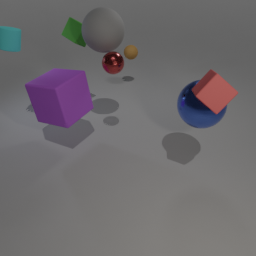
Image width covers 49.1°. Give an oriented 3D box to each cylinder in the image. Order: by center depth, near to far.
[{"bbox_3d":[-3.926,-2.954,9.296,0.700,0.700,0.700,9,22,-4],"label":"cylinder"}]

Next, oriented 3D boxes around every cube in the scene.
[{"bbox_3d":[2.069,-0.887,6.758,0.700,0.700,0.700,38,19,-10],"label":"cube"},{"bbox_3d":[-2.205,-1.022,9.202,1.400,1.400,1.400,11,37,30],"label":"cube"},{"bbox_3d":[-1.836,-3.471,10.178,0.700,0.700,0.700,35,15,15],"label":"cube"}]

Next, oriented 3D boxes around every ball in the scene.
[{"bbox_3d":[2.119,-0.683,8.062,1.400,1.400,1.400,0,32,0],"label":"ball"},{"bbox_3d":[-0.463,-2.022,8.710,0.700,0.700,0.700,0,32,0],"label":"ball"},{"bbox_3d":[-0.802,-3.167,9.098,1.400,1.400,1.400,0,32,0],"label":"ball"},{"bbox_3d":[0.141,-3.722,13.770,0.700,0.700,0.700,0,32,0],"label":"ball"}]
